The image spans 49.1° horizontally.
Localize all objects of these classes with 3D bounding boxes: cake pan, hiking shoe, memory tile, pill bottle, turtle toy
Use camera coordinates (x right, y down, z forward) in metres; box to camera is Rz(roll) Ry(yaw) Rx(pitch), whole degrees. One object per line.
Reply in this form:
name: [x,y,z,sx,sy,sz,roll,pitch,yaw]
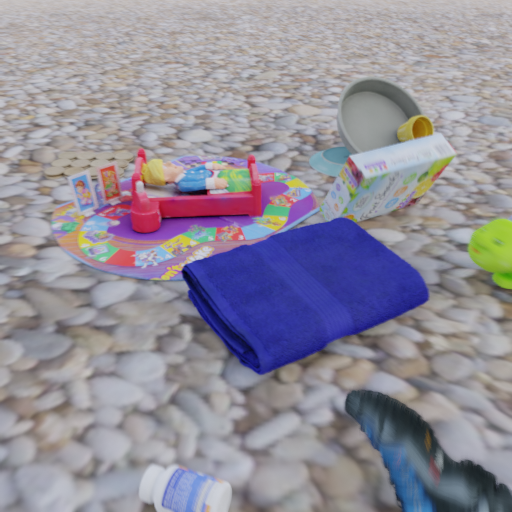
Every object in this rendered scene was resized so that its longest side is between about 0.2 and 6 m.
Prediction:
cake pan: [2.919,-3.062,13.157,2.401,0.440,2.401,6,71,-17]
hiking shoe: [1.531,2.153,5.624,0.739,0.862,1.987,11,20,-44]
memory tile: [-3.918,-2.131,13.206,1.824,0.153,1.398,1,32,1]
pill bottle: [-0.725,2.414,5.661,0.853,0.478,0.478,12,34,17]
turtle toy: [4.518,-0.102,8.883,2.466,1.247,1.797,-10,32,-12]

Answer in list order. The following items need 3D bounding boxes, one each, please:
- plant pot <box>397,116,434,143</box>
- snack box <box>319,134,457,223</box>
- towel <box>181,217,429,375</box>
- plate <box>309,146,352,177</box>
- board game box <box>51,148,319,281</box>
plant pot: [3.691,-2.899,13.144,0.688,0.688,0.648,-15,9,-22]
snack box: [2.480,-1.401,10.650,2.249,1.599,0.596,-17,63,-25]
towel: [0.741,0.525,8.514,3.171,0.786,2.341,-18,43,-27]
plate: [2.158,-2.316,13.433,1.763,0.225,1.763,0,31,0]
board game box: [-1.338,-1.411,11.222,4.249,1.047,5.378,24,40,33]
